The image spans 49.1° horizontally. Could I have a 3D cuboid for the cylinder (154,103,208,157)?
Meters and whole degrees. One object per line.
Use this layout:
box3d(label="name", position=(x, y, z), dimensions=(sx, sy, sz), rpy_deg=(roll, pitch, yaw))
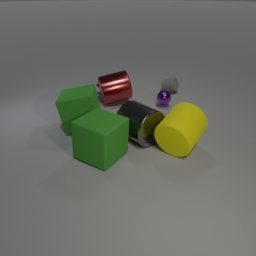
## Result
box3d(label="cylinder", position=(1.858, 0.049, 9.823), dimensions=(1.400, 1.400, 1.400), rpy_deg=(19, 48, 31))

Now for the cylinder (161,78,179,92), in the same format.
box3d(label="cylinder", position=(2.280, -2.332, 15.160), dimensions=(0.700, 0.700, 0.700), rpy_deg=(-1, 21, 41))

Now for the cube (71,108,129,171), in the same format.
box3d(label="cube", position=(-0.924, 0.335, 9.517), dimensions=(1.400, 1.400, 1.400), rpy_deg=(19, 33, 27))

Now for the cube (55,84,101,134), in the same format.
box3d(label="cube", position=(-1.916, -0.796, 11.255), dimensions=(1.400, 1.400, 1.400), rpy_deg=(-10, 27, 4))

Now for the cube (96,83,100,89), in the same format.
box3d(label="cube", position=(-1.109, -2.209, 14.828), dimensions=(0.700, 0.700, 0.700), rpy_deg=(-51, 41, -5))

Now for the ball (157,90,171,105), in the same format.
box3d(label="ball", position=(1.735, -1.463, 13.469), dimensions=(0.700, 0.700, 0.700), rpy_deg=(0, 28, 0))

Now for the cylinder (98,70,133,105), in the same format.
box3d(label="cylinder", position=(-0.635, -1.979, 13.708), dimensions=(1.400, 1.400, 1.400), rpy_deg=(-15, 30, -7))

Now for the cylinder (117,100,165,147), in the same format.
box3d(label="cylinder", position=(0.469, -0.185, 10.566), dimensions=(1.400, 1.400, 1.400), rpy_deg=(-21, 34, -34))
